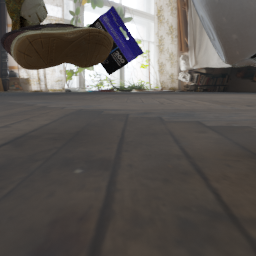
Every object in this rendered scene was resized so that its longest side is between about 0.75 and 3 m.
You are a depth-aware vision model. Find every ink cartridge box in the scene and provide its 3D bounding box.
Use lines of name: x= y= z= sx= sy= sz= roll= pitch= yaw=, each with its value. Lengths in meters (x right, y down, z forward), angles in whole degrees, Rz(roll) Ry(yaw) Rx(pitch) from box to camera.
ink cartridge box: x=-0.658 y=-3.167 z=10.531 sx=2.008 sy=1.989 sz=0.436 roll=-20 pitch=22 yaw=50

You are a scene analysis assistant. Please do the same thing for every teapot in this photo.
teapot: x=2.734 y=-2.830 z=6.651 sx=1.829 sy=2.504 sz=2.471 roll=-26 pitch=38 yaw=17

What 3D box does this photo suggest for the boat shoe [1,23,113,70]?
boat shoe: x=-1.517 y=-1.995 z=6.582 sx=0.941 sy=1.044 sz=2.903 roll=37 pitch=36 yaw=24

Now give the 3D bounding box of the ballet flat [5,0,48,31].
ballet flat: x=-2.352 y=-2.633 z=6.705 sx=0.951 sy=0.951 sz=2.690 roll=-4 pitch=-21 yaw=-22

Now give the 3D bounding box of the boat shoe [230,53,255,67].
boat shoe: x=4.132 y=-2.311 z=8.591 sx=2.200 sy=0.778 sz=0.701 roll=-1 pitch=23 yaw=10
